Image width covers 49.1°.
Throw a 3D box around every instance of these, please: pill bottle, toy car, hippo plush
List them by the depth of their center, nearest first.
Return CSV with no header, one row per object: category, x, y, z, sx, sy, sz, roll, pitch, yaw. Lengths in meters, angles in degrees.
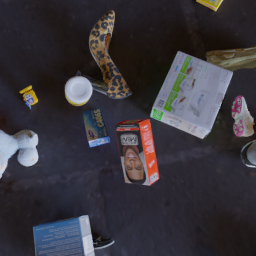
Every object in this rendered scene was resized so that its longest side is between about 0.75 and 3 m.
hippo plush,-3.793,0.612,9.166,1.574,1.560,1.958,-6,83,-31
pill bottle,-1.662,-1.182,9.305,0.844,1.507,0.844,0,89,-12
toy car,-4.208,-0.389,9.409,2.546,1.249,0.847,-30,108,-2

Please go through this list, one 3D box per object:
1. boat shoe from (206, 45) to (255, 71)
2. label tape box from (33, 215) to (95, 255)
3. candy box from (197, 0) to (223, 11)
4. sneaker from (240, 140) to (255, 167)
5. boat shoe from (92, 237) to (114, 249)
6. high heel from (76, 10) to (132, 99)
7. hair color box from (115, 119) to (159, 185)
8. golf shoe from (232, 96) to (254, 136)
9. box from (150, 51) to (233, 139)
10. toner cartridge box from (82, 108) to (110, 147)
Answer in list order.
boat shoe,4.211,-2.642,10.129,2.687,0.980,0.845,-14,79,4
label tape box,-1.819,3.824,8.214,1.558,0.719,2.174,-15,76,12
candy box,3.587,-5.607,11.338,0.891,0.230,1.743,31,76,6
sneaker,4.866,0.648,9.174,2.412,0.956,0.892,-15,76,-3
boat shoe,-0.987,3.536,8.621,1.098,0.415,0.331,-14,81,-5
high heel,-0.419,-2.580,9.962,2.120,1.062,2.974,22,91,12
hair color box,0.277,0.725,8.555,0.967,0.583,1.905,-3,103,39
golf shoe,4.019,-0.394,9.752,0.677,0.557,1.479,8,74,-16
box,2.155,-1.137,9.590,2.021,1.108,2.291,23,75,6
toner cartridge box,-1.074,-0.042,9.324,0.680,0.309,1.431,-14,46,-7
